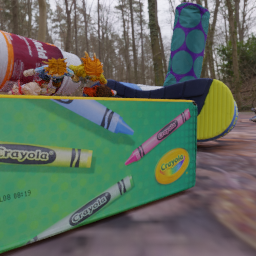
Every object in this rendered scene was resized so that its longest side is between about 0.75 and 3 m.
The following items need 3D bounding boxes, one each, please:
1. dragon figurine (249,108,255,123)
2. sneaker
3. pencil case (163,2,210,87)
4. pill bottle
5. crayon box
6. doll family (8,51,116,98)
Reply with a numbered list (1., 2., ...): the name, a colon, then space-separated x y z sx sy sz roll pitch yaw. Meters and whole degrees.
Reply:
1. dragon figurine: 5.895 -0.511 10.510 2.414 0.711 1.200 -1 4 4
2. sneaker: 0.433 -0.227 4.762 2.874 1.063 1.182 8 2 35
3. pencil case: 1.758 -2.328 8.535 1.126 2.646 1.223 9 1 -8
4. pill bottle: -2.631 -1.663 7.726 1.504 1.504 2.635 3 3 38
5. crayon box: -0.730 0.137 1.666 2.161 0.630 1.284 -4 5 -43
6. doll family: -0.515 -0.434 2.334 0.896 0.404 0.556 -2 3 -22
